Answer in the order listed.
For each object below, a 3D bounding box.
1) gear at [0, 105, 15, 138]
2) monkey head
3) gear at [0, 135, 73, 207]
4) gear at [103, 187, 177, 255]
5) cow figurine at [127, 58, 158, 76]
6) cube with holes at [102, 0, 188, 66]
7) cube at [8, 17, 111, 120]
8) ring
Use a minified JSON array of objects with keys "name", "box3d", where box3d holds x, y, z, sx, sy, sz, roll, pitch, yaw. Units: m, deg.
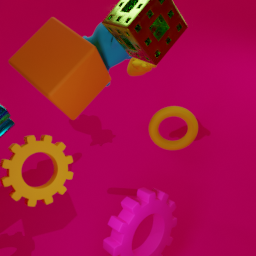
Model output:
[{"name":"gear","box3d":[-2.614,-0.593,4.464,1.809,1.809,0.335,28,64,30]},{"name":"monkey head","box3d":[-0.321,-1.543,5.756,1.019,1.216,1.690,-16,-4,14]},{"name":"gear","box3d":[-1.482,0.690,4.631,1.143,1.143,0.211,-30,15,-31]},{"name":"gear","box3d":[0.232,1.586,4.267,1.330,1.330,0.246,-32,31,-33]},{"name":"cow figurine","box3d":[0.177,-2.193,7.458,0.844,1.537,1.512,-13,29,-30]},{"name":"cube with holes","box3d":[0.256,-1.604,4.360,0.787,0.787,0.787,-51,40,-2]},{"name":"cube","box3d":[-1.173,-1.036,5.093,1.116,1.116,1.116,39,82,20]},{"name":"ring","box3d":[0.971,0.020,6.023,1.050,1.050,0.210,3,29,4]}]
